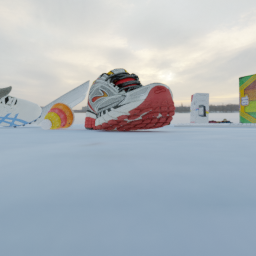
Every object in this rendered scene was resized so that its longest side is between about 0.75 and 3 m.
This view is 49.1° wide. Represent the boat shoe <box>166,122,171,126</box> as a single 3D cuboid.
[{"bbox_3d":[1.078,-0.310,10.865,0.481,0.558,1.530,-12,-8,39],"label":"boat shoe"}]

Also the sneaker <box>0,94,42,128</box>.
[{"bbox_3d":[-3.409,-0.650,7.044,2.418,0.869,0.876,12,-39,-12],"label":"sneaker"}]

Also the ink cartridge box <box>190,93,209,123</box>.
[{"bbox_3d":[2.833,-0.712,11.133,0.553,1.293,0.954,1,1,-1],"label":"ink cartridge box"}]

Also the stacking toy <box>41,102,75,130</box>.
[{"bbox_3d":[-1.468,-0.148,5.521,0.578,0.578,0.791,0,20,19],"label":"stacking toy"}]

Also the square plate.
[{"bbox_3d":[-2.269,-0.691,9.369,2.358,0.339,2.381,-34,5,-10],"label":"square plate"}]

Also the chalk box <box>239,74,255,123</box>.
[{"bbox_3d":[5.234,-0.927,8.887,1.791,1.800,2.894,0,-1,-22],"label":"chalk box"}]

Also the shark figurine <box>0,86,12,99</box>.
[{"bbox_3d":[-3.077,-1.078,5.647,1.151,1.927,0.804,-35,18,-28],"label":"shark figurine"}]

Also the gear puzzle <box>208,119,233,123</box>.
[{"bbox_3d":[4.110,-0.250,12.534,1.254,0.317,2.421,0,1,19],"label":"gear puzzle"}]

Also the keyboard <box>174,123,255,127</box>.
[{"bbox_3d":[2.717,-0.088,8.700,2.489,0.133,0.700,0,1,23],"label":"keyboard"}]

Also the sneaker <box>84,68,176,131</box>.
[{"bbox_3d":[-0.174,-0.508,4.683,1.044,1.102,2.682,-1,2,-25],"label":"sneaker"}]
